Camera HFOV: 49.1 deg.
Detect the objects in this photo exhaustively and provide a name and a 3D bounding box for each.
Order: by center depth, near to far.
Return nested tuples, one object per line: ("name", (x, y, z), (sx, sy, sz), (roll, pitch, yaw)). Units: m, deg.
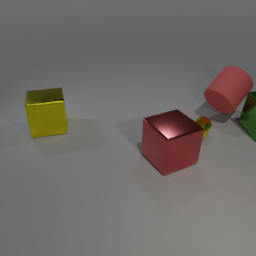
("cube", (1.393, 0.422, 9.088), (1.400, 1.400, 1.400), (-16, 37, -24))
("cube", (5.301, -0.475, 10.524), (1.400, 1.400, 1.400), (-6, 39, -9))
("cylinder", (2.737, -0.004, 10.587), (0.700, 0.700, 0.700), (19, 35, 29))
("cube", (-3.158, -0.627, 10.961), (1.400, 1.400, 1.400), (-8, 31, -13))
("cylinder", (4.051, -1.538, 11.326), (1.400, 1.400, 1.400), (-48, 47, -11))
